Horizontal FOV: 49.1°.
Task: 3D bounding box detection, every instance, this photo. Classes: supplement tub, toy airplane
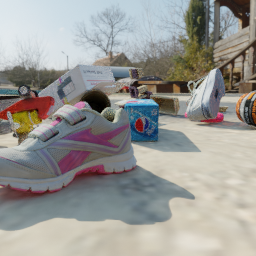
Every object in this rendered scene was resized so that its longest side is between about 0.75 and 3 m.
[{"bbox_3d":[3.618,-0.442,7.021,1.025,1.025,1.672,-4,8,-23],"label":"supplement tub"},{"bbox_3d":[-2.022,-0.011,4.913,1.362,0.965,1.368,-35,-5,42],"label":"toy airplane"}]

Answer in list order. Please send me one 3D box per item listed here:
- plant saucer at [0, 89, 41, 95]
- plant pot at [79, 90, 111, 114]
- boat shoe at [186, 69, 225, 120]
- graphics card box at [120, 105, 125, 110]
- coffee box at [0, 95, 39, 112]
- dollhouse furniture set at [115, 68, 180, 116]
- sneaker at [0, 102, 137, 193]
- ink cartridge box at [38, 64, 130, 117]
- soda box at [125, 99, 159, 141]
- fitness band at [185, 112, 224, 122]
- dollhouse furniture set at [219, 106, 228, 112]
[{"bbox_3d":[-4.252,-1.464,11.647,0.854,0.232,2.444,3,5,32],"label":"plant saucer"},{"bbox_3d":[-1.093,-0.631,8.973,1.000,1.000,0.868,-2,-7,-12],"label":"plant pot"},{"bbox_3d":[2.409,-1.043,9.116,1.152,0.998,2.703,-12,30,33],"label":"boat shoe"},{"bbox_3d":[0.301,-1.029,13.424,1.180,0.300,0.740,6,10,30],"label":"graphics card box"},{"bbox_3d":[-4.171,-0.950,11.358,1.861,0.743,1.052,-1,9,-9],"label":"coffee box"},{"bbox_3d":[0.600,-1.254,11.090,1.787,1.995,2.517,-24,23,-31],"label":"dollhouse furniture set"},{"bbox_3d":[-0.775,0.146,3.397,2.071,0.914,0.842,-8,12,-43],"label":"sneaker"},{"bbox_3d":[-1.556,-1.386,9.818,2.888,0.972,1.691,-24,-7,35],"label":"ink cartridge box"},{"bbox_3d":[0.300,-0.259,6.661,0.712,0.752,2.218,0,9,1],"label":"soda box"},{"bbox_3d":[2.490,-0.386,9.172,1.240,0.232,0.891,6,14,25],"label":"fitness band"},{"bbox_3d":[3.717,-1.202,12.494,1.280,0.909,1.014,-1,9,-10],"label":"dollhouse furniture set"}]
